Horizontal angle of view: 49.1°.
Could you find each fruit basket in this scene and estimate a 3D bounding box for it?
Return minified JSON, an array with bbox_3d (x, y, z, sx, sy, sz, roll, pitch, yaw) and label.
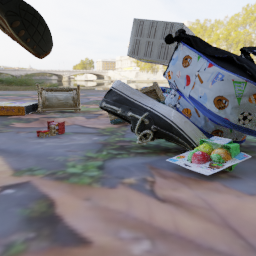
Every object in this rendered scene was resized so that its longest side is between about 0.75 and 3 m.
[{"bbox_3d":[1.207,0.425,4.258,0.949,0.445,0.879,-9,13,-30],"label":"fruit basket"}]

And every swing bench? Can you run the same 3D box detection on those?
[{"bbox_3d":[-3.179,-1.383,13.090,1.905,1.243,1.916,-2,4,-10],"label":"swing bench"}]

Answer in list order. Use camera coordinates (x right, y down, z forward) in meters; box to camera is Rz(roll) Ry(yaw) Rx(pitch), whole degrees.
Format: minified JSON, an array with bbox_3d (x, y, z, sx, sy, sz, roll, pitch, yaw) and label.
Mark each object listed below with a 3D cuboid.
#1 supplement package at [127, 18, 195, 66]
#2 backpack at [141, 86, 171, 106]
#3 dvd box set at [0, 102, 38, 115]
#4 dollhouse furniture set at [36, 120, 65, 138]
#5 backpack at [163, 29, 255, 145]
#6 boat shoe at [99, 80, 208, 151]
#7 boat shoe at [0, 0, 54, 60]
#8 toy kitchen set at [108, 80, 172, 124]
[{"bbox_3d":[1.308,-3.198,10.799,1.968,1.448,1.882,15,11,24],"label":"supplement package"},{"bbox_3d":[1.174,-1.140,11.667,1.572,1.159,1.722,1,11,5],"label":"backpack"},{"bbox_3d":[-5.587,-0.868,12.195,2.923,0.430,2.138,0,9,-2],"label":"dvd box set"},{"bbox_3d":[-1.998,0.018,7.085,0.423,0.320,0.786,5,10,28],"label":"dollhouse furniture set"},{"bbox_3d":[2.069,-0.732,5.731,2.517,1.939,2.398,2,26,-27],"label":"backpack"},{"bbox_3d":[0.403,-0.093,5.655,2.524,0.862,0.932,35,-8,24],"label":"boat shoe"},{"bbox_3d":[-1.742,-1.668,4.313,0.562,1.486,0.549,-42,3,-30],"label":"boat shoe"},{"bbox_3d":[0.894,-0.741,9.552,2.732,1.609,2.189,-19,5,13],"label":"toy kitchen set"}]
